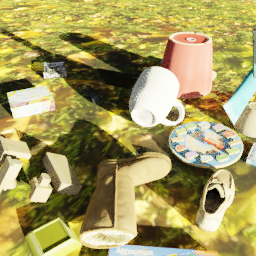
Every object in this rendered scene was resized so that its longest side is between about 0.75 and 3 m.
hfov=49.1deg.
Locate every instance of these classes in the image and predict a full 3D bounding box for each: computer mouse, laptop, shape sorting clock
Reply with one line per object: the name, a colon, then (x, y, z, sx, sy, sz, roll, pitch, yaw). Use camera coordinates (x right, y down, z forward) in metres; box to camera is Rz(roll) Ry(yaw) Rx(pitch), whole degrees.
computer mouse: (-1.729, -1.706, 13.562, 0.539, 0.313, 1.838, -14, 37, -18)
laptop: (0.010, -2.708, 14.121, 2.279, 1.328, 2.572, 14, 37, 18)
shape sorting clock: (2.800, 0.500, 10.182, 2.604, 0.511, 2.604, 0, 34, 0)

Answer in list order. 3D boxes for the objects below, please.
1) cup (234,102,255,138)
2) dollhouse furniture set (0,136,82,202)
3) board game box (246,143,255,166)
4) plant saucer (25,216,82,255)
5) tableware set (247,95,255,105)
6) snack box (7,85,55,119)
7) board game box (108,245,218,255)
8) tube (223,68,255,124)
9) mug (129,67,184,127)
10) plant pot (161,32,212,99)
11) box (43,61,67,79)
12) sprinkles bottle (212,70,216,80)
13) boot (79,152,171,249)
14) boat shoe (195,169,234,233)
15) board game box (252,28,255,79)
cup: (5.014, -0.424, 11.099, 1.393, 0.996, 1.393, 0, 34, 0)
dollhouse furniture set: (-3.015, 1.707, 8.555, 2.122, 1.729, 2.018, 18, 18, -41)
board game box: (4.695, 1.006, 9.659, 0.950, 0.271, 0.970, 21, 40, 27)
plant saucer: (-1.914, 2.782, 7.089, 1.110, 0.266, 1.112, -22, 40, -28)
tableware set: (5.260, -1.195, 12.521, 1.306, 0.298, 1.939, 19, 27, 25)
snack box: (-4.352, -1.202, 12.558, 1.791, 0.606, 1.510, -14, 38, -21)
board game box: (0.784, 3.340, 6.292, 2.588, 0.252, 1.332, 3, 36, 4)
tube: (3.203, -0.956, 7.719, 1.748, 0.677, 0.440, -50, 22, -20)
mug: (1.236, -0.999, 11.467, 2.412, 1.781, 2.115, 31, 53, -7)
plant pot: (2.899, -3.182, 13.769, 2.857, 2.528, 2.857, 0, 35, 0)
box: (-4.132, -3.299, 15.787, 1.228, 0.388, 1.558, -8, 35, -12)
sprinkles bottle: (4.257, -3.163, 15.460, 0.541, 0.541, 1.586, -9, 36, -12)
boot: (0.097, 1.892, 7.692, 2.433, 0.919, 2.778, -11, 28, 8)
boat shoe: (2.551, 1.866, 7.979, 0.841, 0.758, 2.333, 19, 39, 25)
board game box: (3.607, -1.916, 6.997, 0.915, 1.352, 0.190, -7, 39, 17)
